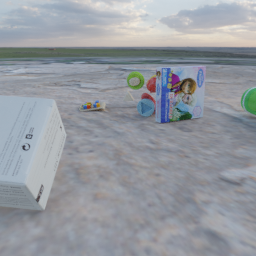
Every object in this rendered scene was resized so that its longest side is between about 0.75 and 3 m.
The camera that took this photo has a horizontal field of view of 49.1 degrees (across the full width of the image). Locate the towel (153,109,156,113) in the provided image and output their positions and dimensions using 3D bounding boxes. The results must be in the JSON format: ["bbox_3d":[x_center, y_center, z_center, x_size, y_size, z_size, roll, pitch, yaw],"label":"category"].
[{"bbox_3d":[1.787,-0.913,11.208,1.682,0.262,2.326,11,21,35],"label":"towel"}]

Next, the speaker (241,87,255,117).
[{"bbox_3d":[4.785,-0.699,9.026,1.082,1.082,2.448,-5,17,-15],"label":"speaker"}]

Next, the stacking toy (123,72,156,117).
[{"bbox_3d":[0.457,-1.202,9.860,1.386,1.531,0.647,21,29,10],"label":"stacking toy"}]

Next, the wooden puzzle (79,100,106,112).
[{"bbox_3d":[-1.407,-0.905,11.143,0.985,0.228,0.912,-4,19,-1],"label":"wooden puzzle"}]

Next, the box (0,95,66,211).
[{"bbox_3d":[-2.014,0.372,4.580,1.570,1.026,1.562,5,54,4],"label":"box"}]

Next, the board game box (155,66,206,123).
[{"bbox_3d":[1.773,-1.155,9.405,1.787,1.792,0.369,-9,17,-25],"label":"board game box"}]
